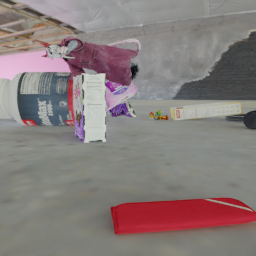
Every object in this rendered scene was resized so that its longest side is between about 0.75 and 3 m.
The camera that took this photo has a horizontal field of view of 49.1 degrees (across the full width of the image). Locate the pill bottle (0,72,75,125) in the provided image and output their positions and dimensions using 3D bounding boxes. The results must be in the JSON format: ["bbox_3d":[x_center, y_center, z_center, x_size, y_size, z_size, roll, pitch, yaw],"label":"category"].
[{"bbox_3d":[-2.940,-0.974,9.371,2.970,1.776,1.776,0,7,0],"label":"pill bottle"}]

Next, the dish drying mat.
[{"bbox_3d":[0.461,0.729,2.404,1.193,0.109,0.458,-1,8,-8],"label":"dish drying mat"}]

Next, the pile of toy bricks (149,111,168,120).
[{"bbox_3d":[1.287,-0.549,11.534,0.453,0.403,0.816,-7,10,-44],"label":"pile of toy bricks"}]

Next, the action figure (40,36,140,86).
[{"bbox_3d":[-1.014,-2.065,7.726,2.769,2.062,1.855,14,-27,-5],"label":"action figure"}]

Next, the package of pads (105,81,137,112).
[{"bbox_3d":[-0.484,-1.303,10.113,1.488,0.896,0.563,-35,-8,-33],"label":"package of pads"}]

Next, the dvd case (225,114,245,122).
[{"bbox_3d":[5.550,-0.397,10.979,2.951,0.236,2.194,-7,10,-43],"label":"dvd case"}]

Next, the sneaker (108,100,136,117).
[{"bbox_3d":[-0.268,-0.638,10.911,0.743,0.718,1.782,-38,22,-12],"label":"sneaker"}]

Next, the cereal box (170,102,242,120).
[{"bbox_3d":[3.145,-0.731,11.729,2.621,0.518,1.886,-6,6,6],"label":"cereal box"}]

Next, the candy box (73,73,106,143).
[{"bbox_3d":[-0.921,-0.495,6.589,0.538,1.504,1.262,-3,7,-19],"label":"candy box"}]

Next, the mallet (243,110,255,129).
[{"bbox_3d":[4.585,-0.088,7.703,0.919,0.575,2.792,-5,12,-35],"label":"mallet"}]
